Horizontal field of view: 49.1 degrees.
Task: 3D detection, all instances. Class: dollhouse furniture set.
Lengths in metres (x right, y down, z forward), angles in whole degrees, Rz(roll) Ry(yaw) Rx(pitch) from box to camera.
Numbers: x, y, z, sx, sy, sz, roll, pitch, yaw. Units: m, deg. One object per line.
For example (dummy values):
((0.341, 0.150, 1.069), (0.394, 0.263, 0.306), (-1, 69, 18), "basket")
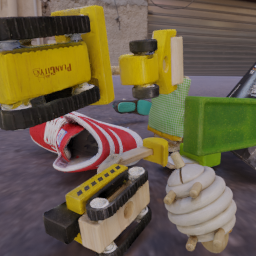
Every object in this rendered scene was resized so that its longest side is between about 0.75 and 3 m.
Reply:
((0.704, -0.160, 4.542), (1.060, 1.373, 2.747), (-3, 11, -24), "dollhouse furniture set")

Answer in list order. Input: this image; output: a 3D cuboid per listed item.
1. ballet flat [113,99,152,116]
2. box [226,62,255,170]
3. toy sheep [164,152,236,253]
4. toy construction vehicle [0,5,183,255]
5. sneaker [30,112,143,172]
((0.148, -0.592, 7.705), (1.338, 0.489, 0.489), (0, 11, -34), "ballet flat")
((2.255, -0.391, 4.255), (0.506, 2.035, 1.605), (35, 10, -22), "box")
((0.524, 0.552, 2.102), (0.558, 0.810, 0.558), (-22, 3, 1), "toy sheep")
((-0.216, -0.036, 2.482), (0.764, 1.889, 2.170), (7, 24, 32), "toy construction vehicle")
((-1.000, 0.125, 4.326), (2.254, 0.803, 1.268), (9, 1, 28), "sneaker")
